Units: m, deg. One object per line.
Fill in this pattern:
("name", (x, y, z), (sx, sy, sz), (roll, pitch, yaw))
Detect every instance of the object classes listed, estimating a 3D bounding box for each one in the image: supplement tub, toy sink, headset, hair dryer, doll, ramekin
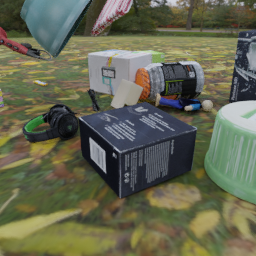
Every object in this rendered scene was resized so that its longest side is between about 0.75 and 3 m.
("supplement tub", (1.614, -1.845, 11.160), (2.467, 1.512, 1.512), (-6, 23, -16))
("toy sink", (-0.030, -1.164, 10.499), (0.620, 1.107, 0.722), (21, 6, -38))
("headset", (-1.918, -0.352, 8.059), (2.273, 1.068, 1.404), (-19, 28, -15))
("hair dryer", (-3.264, -2.408, 7.650), (2.095, 0.569, 1.596), (2, 19, -46))
("doll", (2.026, -0.861, 10.077), (2.028, 0.491, 1.383), (8, 14, 2))
("ramekin", (3.067, 0.368, 5.894), (2.726, 1.332, 2.726), (0, 22, 0))

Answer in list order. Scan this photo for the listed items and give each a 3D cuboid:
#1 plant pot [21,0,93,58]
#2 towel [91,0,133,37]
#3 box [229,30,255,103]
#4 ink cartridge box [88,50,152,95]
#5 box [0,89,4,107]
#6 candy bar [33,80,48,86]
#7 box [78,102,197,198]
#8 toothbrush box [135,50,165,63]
("plant pot", (-2.491, -3.823, 9.373), (1.634, 2.438, 2.438), (33, 16, -16))
("towel", (-0.274, -4.021, 8.938), (0.401, 1.960, 2.678), (31, -11, -23))
("box", (5.348, -2.004, 9.945), (1.671, 2.696, 2.650), (-16, 27, -34))
("ink cartridge box", (-0.326, -2.456, 12.397), (2.312, 1.688, 1.696), (16, 28, 35))
("box", (-5.564, -1.165, 10.585), (1.236, 0.680, 1.406), (-17, 26, -35))
("candy bar", (-4.376, -2.242, 14.006), (0.284, 0.126, 1.137), (-19, 28, -39))
("box", (0.158, 0.341, 6.144), (1.873, 1.100, 1.842), (-15, 30, -28))
("toothbrush box", (0.778, -4.180, 17.533), (2.506, 1.079, 1.824), (-11, 24, -22))
